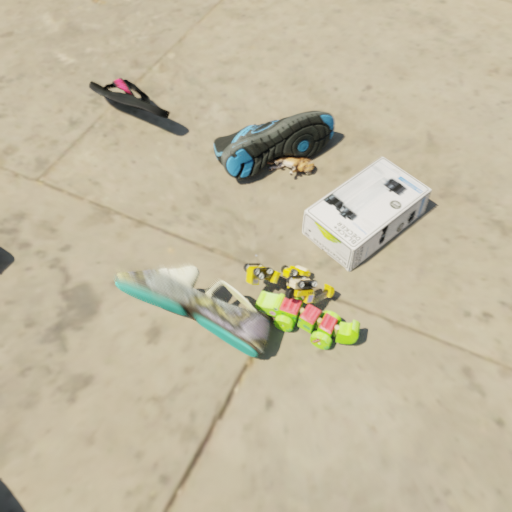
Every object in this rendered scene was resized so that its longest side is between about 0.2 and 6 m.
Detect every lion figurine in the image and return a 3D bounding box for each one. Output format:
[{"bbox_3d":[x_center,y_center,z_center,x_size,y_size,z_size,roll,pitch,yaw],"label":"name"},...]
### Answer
[{"bbox_3d":[0.712,-1.919,11.658,0.940,0.341,0.576,25,42,24],"label":"lion figurine"}]

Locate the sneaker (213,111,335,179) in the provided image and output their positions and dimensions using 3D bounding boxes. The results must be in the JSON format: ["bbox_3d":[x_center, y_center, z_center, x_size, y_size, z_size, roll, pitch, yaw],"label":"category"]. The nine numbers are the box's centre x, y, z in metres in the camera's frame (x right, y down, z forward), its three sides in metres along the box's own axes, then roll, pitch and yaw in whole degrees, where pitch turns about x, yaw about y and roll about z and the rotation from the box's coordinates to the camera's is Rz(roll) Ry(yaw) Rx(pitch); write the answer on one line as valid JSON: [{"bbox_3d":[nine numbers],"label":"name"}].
[{"bbox_3d":[0.376,-2.524,11.681,2.665,0.976,1.092,-20,42,-17],"label":"sneaker"}]

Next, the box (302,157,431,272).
[{"bbox_3d":[2.094,-0.834,10.633,2.211,0.665,1.290,-35,60,-23],"label":"box"}]

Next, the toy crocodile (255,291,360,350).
[{"bbox_3d":[0.843,1.020,9.307,1.792,0.553,0.605,23,57,14],"label":"toy crocodile"}]

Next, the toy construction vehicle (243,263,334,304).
[{"bbox_3d":[0.558,0.476,9.531,1.277,0.450,1.112,0,15,-44],"label":"toy construction vehicle"}]

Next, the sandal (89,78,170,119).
[{"bbox_3d":[-2.749,-3.570,12.344,2.372,0.534,0.891,25,13,32],"label":"sandal"}]

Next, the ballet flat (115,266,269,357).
[{"bbox_3d":[-0.942,0.691,9.024,2.603,0.936,0.936,27,56,-1],"label":"ballet flat"}]
